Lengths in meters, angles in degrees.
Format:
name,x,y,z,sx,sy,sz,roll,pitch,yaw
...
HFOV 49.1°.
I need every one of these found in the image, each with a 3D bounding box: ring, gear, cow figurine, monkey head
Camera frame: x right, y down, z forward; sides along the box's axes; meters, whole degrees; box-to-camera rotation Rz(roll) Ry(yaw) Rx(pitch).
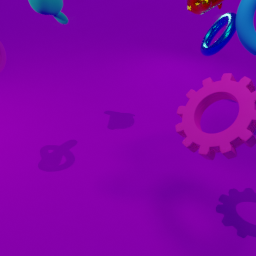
name,x,y,z,sx,sy,sz,roll,pitch,yaw
ring,2.588,-1.872,4.725,1.444,1.444,0.289,10,24,14
ring,2.981,-3.067,9.217,0.315,1.574,1.574,30,33,-17
gear,1.500,-0.202,4.643,1.454,0.269,1.454,-21,53,31
cow figurine,1.940,-3.154,6.640,1.432,0.786,1.409,-36,6,-3
monkey head,-2.151,-3.186,6.942,1.071,1.489,0.897,-16,57,41

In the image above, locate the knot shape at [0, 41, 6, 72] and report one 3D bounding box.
name,x,y,z,sx,sy,sz,roll,pitch,yaw
knot shape,-3.390,-1.555,6.023,1.300,0.642,1.389,28,45,-21
